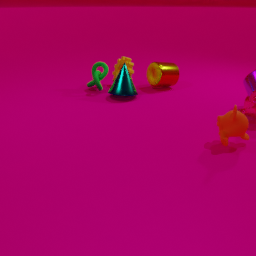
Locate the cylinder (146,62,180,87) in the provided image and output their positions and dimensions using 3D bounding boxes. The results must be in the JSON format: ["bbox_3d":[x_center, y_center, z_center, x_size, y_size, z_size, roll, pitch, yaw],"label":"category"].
[{"bbox_3d":[1.288,-1.982,10.355,0.886,0.886,0.886,-6,24,-34],"label":"cylinder"}]

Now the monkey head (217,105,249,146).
[{"bbox_3d":[2.380,0.013,6.324,0.658,1.092,0.786,-15,40,29],"label":"monkey head"}]

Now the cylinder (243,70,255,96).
[{"bbox_3d":[4.009,-1.106,8.125,1.000,1.000,1.000,-6,65,-12],"label":"cylinder"}]

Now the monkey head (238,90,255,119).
[{"bbox_3d":[3.332,-0.466,7.474,0.802,1.114,0.671,-33,17,-4],"label":"monkey head"}]

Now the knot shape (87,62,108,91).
[{"bbox_3d":[-1.075,-1.890,10.100,0.497,1.007,1.076,17,3,-23],"label":"knot shape"}]

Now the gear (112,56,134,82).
[{"bbox_3d":[-0.193,-2.057,10.403,0.211,1.139,1.139,6,19,-34],"label":"gear"}]

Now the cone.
[{"bbox_3d":[-0.144,-1.676,9.461,1.052,1.056,1.052,3,12,-1],"label":"cone"}]
